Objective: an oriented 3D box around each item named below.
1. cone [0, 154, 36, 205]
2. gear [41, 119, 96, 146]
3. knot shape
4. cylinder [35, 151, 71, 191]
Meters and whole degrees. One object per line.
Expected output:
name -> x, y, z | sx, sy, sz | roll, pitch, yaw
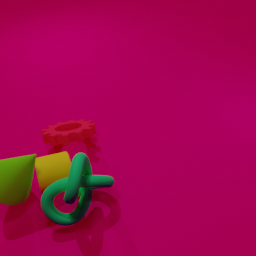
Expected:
cone -> -2.402, 0.920, 6.300 | 1.187, 1.191, 1.187 | 38, 27, -24
gear -> -1.681, 0.099, 8.008 | 1.491, 0.276, 1.491 | -6, 17, 2
knot shape -> -1.198, 1.463, 6.332 | 1.602, 1.712, 0.791 | -47, 60, -6
cylinder -> -1.885, 1.089, 7.123 | 0.834, 0.834, 0.834 | -12, 47, -20
